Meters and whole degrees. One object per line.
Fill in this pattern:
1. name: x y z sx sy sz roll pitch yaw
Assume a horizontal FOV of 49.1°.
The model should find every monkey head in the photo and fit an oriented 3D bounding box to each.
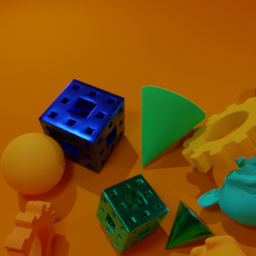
1. monkey head: 2.350 1.204 5.505 1.848 1.114 1.329 8 27 2
2. monkey head: 1.523 2.261 4.336 1.534 1.104 0.925 -44 42 18

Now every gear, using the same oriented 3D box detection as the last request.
1. gear: -1.581 1.960 4.575 0.273 1.474 1.474 8 52 5
2. gear: 2.088 0.105 5.802 2.026 2.026 0.375 -42 101 -28

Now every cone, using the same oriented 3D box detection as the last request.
1. cone: 1.001 1.977 5.257 0.870 0.867 0.867 -45 61 0
2. cone: 0.686 0.153 6.416 1.628 1.628 1.635 24 82 18

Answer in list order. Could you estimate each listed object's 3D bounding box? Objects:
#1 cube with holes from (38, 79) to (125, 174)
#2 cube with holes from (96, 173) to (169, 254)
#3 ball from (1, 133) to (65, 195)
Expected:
1. cube with holes: -0.932 -0.036 6.256 1.288 1.288 1.288 22 57 15
2. cube with holes: 0.044 1.563 5.170 0.872 0.872 0.872 -18 52 -32
3. ball: -1.892 0.712 5.641 1.224 1.224 1.224 0 51 0
